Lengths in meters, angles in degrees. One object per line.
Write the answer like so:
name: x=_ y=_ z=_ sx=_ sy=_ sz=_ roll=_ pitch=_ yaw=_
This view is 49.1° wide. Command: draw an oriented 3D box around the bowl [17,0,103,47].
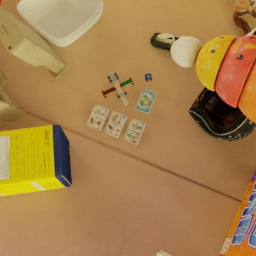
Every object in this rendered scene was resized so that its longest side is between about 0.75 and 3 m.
bowl: x=-1.927 y=-3.391 z=8.325 sx=2.029 sy=0.757 sz=2.026 roll=39 pitch=74 yaw=15

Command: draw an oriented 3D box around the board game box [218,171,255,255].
board game box: x=3.643 y=2.040 z=5.289 sx=2.417 sy=2.418 sz=2.419 roll=29 pitch=71 yaw=10

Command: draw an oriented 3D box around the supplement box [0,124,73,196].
supplement box: x=-2.516 y=0.806 z=6.424 sx=2.227 sy=1.220 sz=1.212 roll=-7 pitch=68 yaw=-4

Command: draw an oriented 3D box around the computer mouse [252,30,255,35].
computer mouse: x=3.459 y=-0.960 z=6.820 sx=1.921 sy=0.731 sz=2.774 roll=-32 pitch=97 yaw=-2

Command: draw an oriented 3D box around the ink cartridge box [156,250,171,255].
ink cartridge box: x=1.403 y=3.798 z=5.317 sx=2.526 sy=1.105 sz=1.835 roll=24 pitch=71 yaw=10

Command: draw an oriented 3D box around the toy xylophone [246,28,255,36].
toy xylophone: x=3.402 y=-1.829 z=7.796 sx=2.326 sy=0.584 sz=1.703 roll=-30 pitch=73 yaw=-11

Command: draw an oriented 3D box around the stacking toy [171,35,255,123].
stacking toy: x=1.455 y=-0.866 z=4.037 sx=1.866 sy=1.363 sz=1.363 roll=23 pitch=70 yaw=21

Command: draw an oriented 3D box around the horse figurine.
horse figurine: x=3.900 y=-3.812 z=8.474 sx=1.533 sy=0.577 sz=2.313 roll=34 pitch=79 yaw=35

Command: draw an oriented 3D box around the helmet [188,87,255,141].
helmet: x=2.359 y=-0.406 z=6.719 sx=1.481 sy=1.554 sz=1.554 roll=35 pitch=73 yaw=6

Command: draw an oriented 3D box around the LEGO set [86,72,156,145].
LEGO set: x=-0.070 y=-0.677 z=7.552 sx=1.460 sy=0.480 sz=1.954 roll=21 pitch=80 yaw=6

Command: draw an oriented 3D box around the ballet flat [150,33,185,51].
ballet flat: x=1.361 y=-2.435 z=8.081 sx=1.474 sy=0.504 sz=0.501 roll=11 pitch=71 yaw=4

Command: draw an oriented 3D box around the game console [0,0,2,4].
game console: x=-4.859 y=-4.010 z=7.962 sx=2.952 sy=0.458 sz=2.611 roll=29 pitch=111 yaw=10

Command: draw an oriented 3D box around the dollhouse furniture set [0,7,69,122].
dollhouse furniture set: x=-3.334 y=-1.334 z=7.353 sx=2.839 sy=1.886 sz=2.488 roll=-42 pitch=73 yaw=8
